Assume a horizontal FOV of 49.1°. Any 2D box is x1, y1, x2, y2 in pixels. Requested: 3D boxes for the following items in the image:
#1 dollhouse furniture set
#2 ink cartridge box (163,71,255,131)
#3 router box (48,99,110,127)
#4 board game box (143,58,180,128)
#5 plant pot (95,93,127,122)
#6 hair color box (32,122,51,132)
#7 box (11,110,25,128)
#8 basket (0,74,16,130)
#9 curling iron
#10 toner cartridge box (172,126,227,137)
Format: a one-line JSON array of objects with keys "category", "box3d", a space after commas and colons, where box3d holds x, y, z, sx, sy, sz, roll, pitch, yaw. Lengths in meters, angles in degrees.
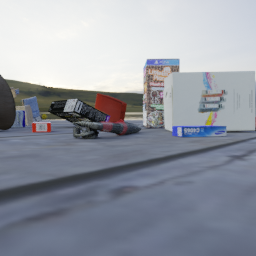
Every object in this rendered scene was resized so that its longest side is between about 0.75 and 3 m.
[{"category": "dollhouse furniture set", "box3d": [-5.218, -1.226, 15.148, 1.489, 2.155, 2.283, 1, 14, 27]}, {"category": "ink cartridge box", "box3d": [2.298, -0.745, 8.354, 2.323, 1.680, 1.688, 0, 2, 0]}, {"category": "router box", "box3d": [-2.098, -0.590, 11.803, 1.687, 0.577, 2.261, 28, -16, -38]}, {"category": "board game box", "box3d": [1.342, -1.372, 11.811, 1.303, 2.691, 2.145, 0, 3, -1]}, {"category": "plant pot", "box3d": [-1.194, -1.220, 19.913, 1.826, 2.073, 2.071, 12, 5, 13]}, {"category": "hair color box", "box3d": [-2.484, -0.029, 8.086, 0.504, 0.291, 0.909, -1, 4, -15]}, {"category": "box", "box3d": [-5.128, -0.372, 11.340, 1.274, 0.727, 1.385, 2, 2, 25]}, {"category": "basket", "box3d": [-4.877, -0.751, 7.817, 1.709, 2.265, 2.513, -50, -19, 29]}, {"category": "curling iron", "box3d": [-0.310, -0.018, 6.561, 0.726, 0.374, 2.929, 0, 2, 26]}, {"category": "toner cartridge box", "box3d": [1.569, 0.067, 6.197, 1.070, 0.231, 0.508, -1, 3, -15]}]
